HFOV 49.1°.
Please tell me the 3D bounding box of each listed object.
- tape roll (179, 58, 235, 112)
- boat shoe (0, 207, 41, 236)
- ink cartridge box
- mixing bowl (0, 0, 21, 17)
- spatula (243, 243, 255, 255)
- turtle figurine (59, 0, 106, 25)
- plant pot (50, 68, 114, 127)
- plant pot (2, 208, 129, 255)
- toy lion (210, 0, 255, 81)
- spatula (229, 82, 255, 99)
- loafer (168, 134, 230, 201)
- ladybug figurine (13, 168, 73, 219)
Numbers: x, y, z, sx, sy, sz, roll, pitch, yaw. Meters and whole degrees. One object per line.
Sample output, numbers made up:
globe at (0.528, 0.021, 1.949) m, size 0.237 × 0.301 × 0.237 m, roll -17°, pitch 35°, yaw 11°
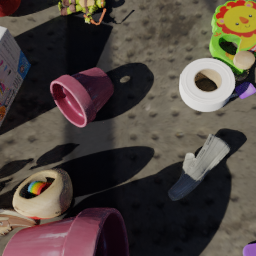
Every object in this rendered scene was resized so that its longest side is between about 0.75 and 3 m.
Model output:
tape roll at (2.669, -1.478, 9.577) m, size 1.798 × 0.629 × 1.798 m, roll -2°, pitch 69°, yaw 6°
boat shoe at (-3.585, 2.737, 8.176) m, size 2.132 × 0.807 × 0.765 m, roll 6°, pitch 74°, yaw 12°
ink cartridge box at (-4.975, -1.575, 8.871) m, size 2.160 × 2.198 × 2.986 m, roll 17°, pitch 72°, yaw 6°
mixing bowl at (-4.802, -4.935, 10.560) m, size 1.909 × 1.034 × 1.909 m, roll -7°, pitch 66°, yaw 16°
spatula at (4.510, 3.527, 8.136) m, size 2.309 × 0.237 × 0.652 m, roll -11°, pitch 71°, yaw -4°
turtle figurine at (-1.637, -4.877, 10.810) m, size 1.875 × 0.749 × 2.326 m, roll 1°, pitch 75°, yaw 8°
plant pot at (-1.381, -1.130, 9.123) m, size 1.714 × 1.714 × 1.534 m, roll 43°, pitch 60°, yaw 13°
plant pot at (-1.547, 3.462, 6.988) m, size 2.572 × 2.873 × 2.873 m, roll -4°, pitch 70°, yaw 15°
toy lion at (4.131, -3.502, 10.331) m, size 2.846 × 0.977 × 2.728 m, roll -38°, pitch 68°, yaw -12°
spatula at (3.549, -1.082, 9.776) m, size 1.843 × 0.189 × 0.521 m, roll -24°, pitch 71°, yaw -8°
loafer at (2.070, 1.193, 8.668) m, size 2.538 × 0.887 × 0.886 m, roll -40°, pitch 69°, yaw -20°
ladybug figurine at (-2.352, 1.894, 7.924) m, size 1.604 × 2.363 × 0.850 m, roll -44°, pitch 116°, yaw -29°
